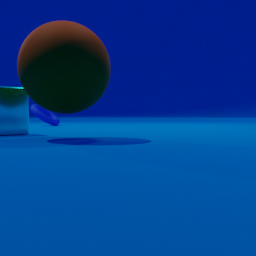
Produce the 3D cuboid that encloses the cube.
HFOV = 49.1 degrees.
[{"bbox_3d":[-2.472,-0.343,5.331,0.887,0.887,0.887,-2,7,-39],"label":"cube"}]

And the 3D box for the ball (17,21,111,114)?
[{"bbox_3d":[-0.941,-0.892,4.221,1.359,1.359,1.359,0,2,0],"label":"ball"}]

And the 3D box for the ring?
[{"bbox_3d":[-3.160,-0.498,10.702,1.224,0.245,1.224,35,6,-4],"label":"ring"}]
